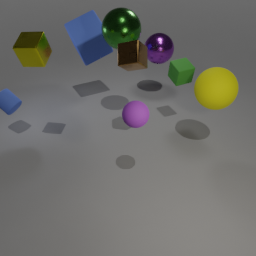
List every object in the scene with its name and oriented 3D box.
[{"bbox_3d":[-1.663,-3.861,12.079,1.400,1.400,1.400,-29,66,-4],"label":"cube"},{"bbox_3d":[-0.231,-3.461,9.809,1.400,1.400,1.400,0,32,0],"label":"ball"},{"bbox_3d":[-2.662,-2.201,7.858,0.700,0.700,0.700,3,56,11],"label":"cube"},{"bbox_3d":[0.196,-0.349,7.138,0.700,0.700,0.700,0,32,0],"label":"ball"},{"bbox_3d":[-4.376,-0.952,10.204,0.700,0.700,0.700,42,38,-5],"label":"cylinder"},{"bbox_3d":[1.433,-3.679,12.991,1.400,1.400,1.400,0,32,0],"label":"ball"},{"bbox_3d":[2.905,-1.300,9.271,1.400,1.400,1.400,0,32,0],"label":"ball"},{"bbox_3d":[0.147,-2.194,8.559,0.700,0.700,0.700,-2,-4,27],"label":"cube"},{"bbox_3d":[2.005,-2.122,10.579,0.700,0.700,0.700,-16,52,-15],"label":"cube"}]
